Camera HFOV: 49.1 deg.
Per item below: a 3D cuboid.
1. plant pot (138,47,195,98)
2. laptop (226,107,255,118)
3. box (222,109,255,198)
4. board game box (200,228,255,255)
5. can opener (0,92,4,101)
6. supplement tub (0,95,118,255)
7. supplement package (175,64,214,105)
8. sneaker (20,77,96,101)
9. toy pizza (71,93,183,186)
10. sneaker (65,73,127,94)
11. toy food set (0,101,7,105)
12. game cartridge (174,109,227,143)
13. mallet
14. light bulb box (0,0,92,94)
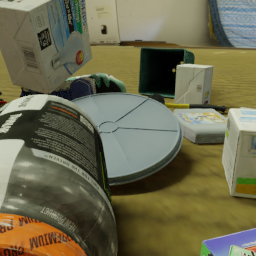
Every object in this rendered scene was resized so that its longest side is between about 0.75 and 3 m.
[{"bbox_3d":[1.803,-2.292,11.476,1.767,1.768,2.502,10,16,27],"label":"plant pot"},{"bbox_3d":[3.872,-0.703,7.756,1.816,1.053,1.701,14,23,35],"label":"laptop"},{"bbox_3d":[2.743,0.420,4.445,2.175,1.103,1.224,4,20,11],"label":"box"},{"bbox_3d":[2.239,1.476,2.559,2.573,0.375,1.731,-6,21,-17],"label":"board game box"},{"bbox_3d":[-4.533,-0.863,8.843,0.783,0.632,1.992,2,20,7],"label":"can opener"},{"bbox_3d":[-0.988,0.722,2.797,1.653,1.653,2.698,-3,19,-8],"label":"supplement tub"},{"bbox_3d":[2.229,-1.455,9.492,1.020,1.309,0.726,14,24,35],"label":"supplement package"},{"bbox_3d":[-2.306,-0.856,8.460,2.622,1.059,1.514,3,22,30],"label":"sneaker"},{"bbox_3d":[-0.381,0.147,5.579,2.904,0.460,2.904,-1,36,1],"label":"toy pizza"},{"bbox_3d":[-0.899,-1.555,10.031,2.724,1.059,1.905,9,22,31],"label":"sneaker"},{"bbox_3d":[-3.858,-0.631,8.591,0.814,0.388,0.366,0,7,1],"label":"toy food set"},{"bbox_3d":[1.863,-0.116,7.158,1.289,0.402,1.935,2,19,-7],"label":"game cartridge"},{"bbox_3d":[1.709,-0.649,8.179,2.615,0.538,0.861,1,-7,-6],"label":"mallet"},{"bbox_3d":[-2.281,-2.596,7.867,1.447,2.299,2.319,17,45,20],"label":"light bulb box"}]
